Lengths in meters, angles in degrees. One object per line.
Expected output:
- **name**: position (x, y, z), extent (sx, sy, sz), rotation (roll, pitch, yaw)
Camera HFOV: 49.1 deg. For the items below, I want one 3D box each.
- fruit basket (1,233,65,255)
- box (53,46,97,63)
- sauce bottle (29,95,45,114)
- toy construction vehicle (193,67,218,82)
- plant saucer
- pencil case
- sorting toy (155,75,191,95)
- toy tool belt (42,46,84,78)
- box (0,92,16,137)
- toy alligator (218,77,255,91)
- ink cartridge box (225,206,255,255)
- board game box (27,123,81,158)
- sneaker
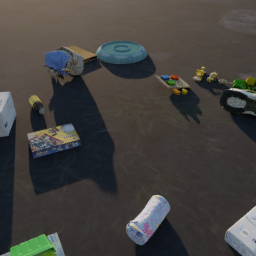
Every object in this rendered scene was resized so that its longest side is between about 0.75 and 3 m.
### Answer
- **fruit basket**: position (-1.811, 2.922, 5.577), extent (1.241, 0.628, 1.339), rotation (-18, 55, -23)
- **box**: position (-3.056, -3.987, 15.442), extent (2.191, 0.233, 1.791), rotation (30, 44, 35)
- **sauce bottle**: position (-3.568, -0.920, 11.006), extent (0.383, 0.383, 1.184), rotation (-19, 39, -25)
- **toy construction vehicle**: position (3.688, -2.560, 13.279), extent (1.026, 0.415, 1.179), rotation (23, 42, 29)
- **plant saucer**: position (-0.376, -4.378, 15.867), extent (2.946, 0.404, 2.946), rotation (0, 35, 0)
- **pencil case**: position (0.487, 2.133, 6.588), extent (0.560, 0.513, 1.235), rotation (43, 48, 12)
- **sorting toy**: position (2.111, -1.971, 12.373), extent (1.329, 0.239, 1.784), rotation (-2, 33, -23)
- **toy tool belt**: position (-3.316, -3.109, 13.227), extent (2.297, 1.434, 1.411), rotation (19, 31, 25)
- **box**: position (-4.924, -0.465, 9.847), extent (1.505, 0.984, 1.497), rotation (-5, 36, -7)
- **toy alligator**: position (5.068, -1.761, 12.026), extent (2.360, 0.700, 0.640), rotation (-1, 76, -1)
- **ink cartridge box**: position (3.318, 2.565, 6.062), extent (1.473, 0.435, 1.840), rotation (-23, 40, -29)
- **board game box**: position (-2.457, 0.387, 9.265), extent (1.544, 0.267, 1.046), rotation (-15, 38, -20)
- **sneaker**: position (5.053, -0.979, 10.616), extent (2.864, 1.101, 1.269), rotation (22, 33, 25)
